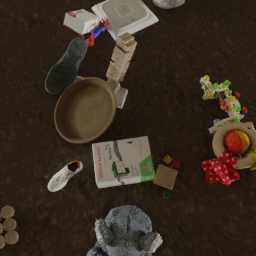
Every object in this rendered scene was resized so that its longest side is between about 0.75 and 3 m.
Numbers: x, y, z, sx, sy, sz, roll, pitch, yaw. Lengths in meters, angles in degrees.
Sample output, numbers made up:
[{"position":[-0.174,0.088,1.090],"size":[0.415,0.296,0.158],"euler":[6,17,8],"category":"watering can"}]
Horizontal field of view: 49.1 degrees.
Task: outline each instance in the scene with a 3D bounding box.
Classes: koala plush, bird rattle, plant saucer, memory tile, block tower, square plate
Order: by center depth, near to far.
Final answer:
[{"position":[-0.103,3.496,8.829],"size":[2.303,2.597,2.387],"euler":[12,67,6],"category":"koala plush"},{"position":[-4.918,3.728,10.070],"size":[1.811,0.152,1.388],"euler":[-18,68,-8],"category":"memory tile"},{"position":[4.131,0.926,10.691],"size":[2.821,1.589,2.300],"euler":[-14,70,7],"category":"bird rattle"},{"position":[-0.293,-2.663,11.028],"size":[0.568,2.103,0.608],"euler":[42,53,14],"category":"block tower"},{"position":[-1.698,-0.706,11.326],"size":[2.841,0.419,2.841],"euler":[-8,70,22],"category":"plant saucer"},{"position":[-0.159,-5.777,13.988],"size":[2.520,0.358,2.496],"euler":[-29,70,-12],"category":"square plate"}]

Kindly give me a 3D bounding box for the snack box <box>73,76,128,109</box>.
[{"position":[-1.281,-1.586,12.234],"size":[2.409,0.293,0.866],"euler":[16,69,7],"category":"snack box"}]

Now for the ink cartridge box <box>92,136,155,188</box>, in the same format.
[{"position":[-0.214,1.306,10.674],"size":[2.172,0.916,1.587],"euler":[-8,67,-3],"category":"ink cartridge box"}]

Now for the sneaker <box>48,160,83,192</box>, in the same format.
[{"position":[-2.446,1.759,10.633],"size":[1.562,0.661,0.569],"euler":[-43,75,-15],"category":"sneaker"}]

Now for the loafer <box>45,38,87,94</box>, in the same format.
[{"position":[-2.743,-2.679,12.526],"size":[1.042,0.912,2.900],"euler":[34,72,-17],"category":"loafer"}]

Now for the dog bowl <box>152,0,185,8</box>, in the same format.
[{"position":[2.209,-7.161,13.926],"size":[2.422,0.710,2.422],"euler":[-8,66,19],"category":"dog bowl"}]

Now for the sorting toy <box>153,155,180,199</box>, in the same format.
[{"position":[1.446,1.855,10.794],"size":[0.773,0.271,1.603],"euler":[20,69,8],"category":"sorting toy"}]

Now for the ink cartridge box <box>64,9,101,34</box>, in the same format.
[{"position":[-2.125,-5.007,13.127],"size":[1.064,0.611,1.465],"euler":[29,36,11],"category":"ink cartridge box"}]

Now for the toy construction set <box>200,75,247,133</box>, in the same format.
[{"position":[3.868,-0.951,11.510],"size":[1.626,1.142,2.480],"euler":[1,73,-25],"category":"toy construction set"}]

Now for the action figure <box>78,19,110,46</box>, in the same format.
[{"position":[-1.673,-4.564,13.131],"size":[0.571,0.866,1.751],"euler":[26,78,40],"category":"action figure"}]

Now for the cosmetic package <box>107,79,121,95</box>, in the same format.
[{"position":[-0.786,-1.490,11.769],"size":[0.543,0.383,1.049],"euler":[24,77,13],"category":"cosmetic package"}]
